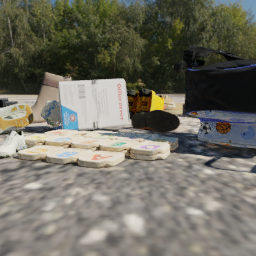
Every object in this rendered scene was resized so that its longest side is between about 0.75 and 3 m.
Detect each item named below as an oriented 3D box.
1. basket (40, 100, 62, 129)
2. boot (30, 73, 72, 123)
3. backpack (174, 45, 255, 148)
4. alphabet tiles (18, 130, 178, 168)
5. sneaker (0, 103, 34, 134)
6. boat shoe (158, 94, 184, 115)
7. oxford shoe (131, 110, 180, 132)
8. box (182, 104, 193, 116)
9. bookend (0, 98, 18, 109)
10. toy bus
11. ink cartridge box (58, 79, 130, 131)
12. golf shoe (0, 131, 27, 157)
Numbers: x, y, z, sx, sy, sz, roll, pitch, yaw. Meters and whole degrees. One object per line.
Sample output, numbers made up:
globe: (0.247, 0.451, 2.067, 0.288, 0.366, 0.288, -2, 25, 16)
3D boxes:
basket: (-1.965, -0.332, 8.395, 1.168, 0.812, 1.030, 26, -10, -27)
boot: (-3.011, -1.137, 10.276, 0.841, 1.751, 2.394, 19, 17, 31)
backpack: (2.571, -0.618, 5.721, 2.613, 2.013, 2.489, 11, 18, 32)
alphabet tiles: (-0.566, 0.275, 5.674, 2.980, 0.218, 2.915, 4, 9, 22)
sneaker: (-3.530, -0.105, 7.195, 0.953, 0.823, 2.175, -16, -4, 33)
boat shoe: (1.744, -1.127, 13.345, 2.964, 0.956, 1.056, -5, 9, -33)
oxford shoe: (0.875, -0.215, 8.010, 0.616, 0.616, 1.728, 0, 4, -40)
box: (3.897, -0.772, 12.077, 1.968, 0.600, 2.442, -9, 12, -37)
bookend: (-5.270, -0.867, 12.033, 1.736, 0.800, 1.725, 4, 9, 26)
toy bus: (0.721, -0.896, 11.650, 1.674, 1.136, 1.607, 3, -5, 41)
ink cartridge box: (-0.945, -0.605, 7.602, 1.755, 1.285, 0.754, -5, -2, -16)
golf shoe: (-2.116, 0.268, 4.995, 0.337, 0.419, 0.861, 3, 9, 3)
